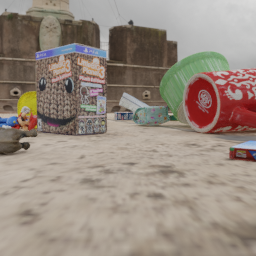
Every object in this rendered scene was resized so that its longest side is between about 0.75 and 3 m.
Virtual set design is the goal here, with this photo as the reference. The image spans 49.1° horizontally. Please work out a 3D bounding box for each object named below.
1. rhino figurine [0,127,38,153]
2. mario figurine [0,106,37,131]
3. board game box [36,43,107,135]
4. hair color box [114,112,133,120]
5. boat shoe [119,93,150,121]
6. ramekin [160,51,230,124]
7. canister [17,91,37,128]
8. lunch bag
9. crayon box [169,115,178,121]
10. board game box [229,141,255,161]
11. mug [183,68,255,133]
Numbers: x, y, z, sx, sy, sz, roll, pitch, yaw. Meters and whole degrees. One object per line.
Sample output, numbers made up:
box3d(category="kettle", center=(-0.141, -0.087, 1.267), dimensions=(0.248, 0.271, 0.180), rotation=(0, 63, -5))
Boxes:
box3d(category="rhino figurine", center=(-1.946, 0.167, 3.958), dimensions=(1.225, 0.366, 0.536), rotation=(-1, 3, 18))
box3d(category="mario figurine", center=(-3.101, -0.252, 7.732), dimensions=(1.242, 0.766, 0.658), rotation=(-4, -8, -4))
box3d(category="board game box", center=(-1.492, -0.935, 7.298), dimensions=(1.692, 2.122, 1.028), rotation=(2, 4, 41))
box3d(category="hair color box", center=(0.017, -0.718, 16.787), dimensions=(1.557, 0.471, 0.779), rotation=(-1, 4, -14))
box3d(category="boat shoe", center=(0.572, -0.825, 15.073), dimensions=(2.667, 1.137, 0.985), rotation=(32, 11, 20))
box3d(category="ramekin", center=(2.499, -1.245, 9.696), dimensions=(2.563, 1.252, 2.563), rotation=(-12, -33, -8))
box3d(category="canister", center=(-2.310, -0.608, 9.896), dimensions=(2.002, 1.166, 2.695), rotation=(0, 2, 6))
box3d(category="lunch bag", center=(0.842, -0.437, 10.626), dimensions=(1.022, 0.731, 1.200), rotation=(-4, -5, -22))
box3d(category="crayon box", center=(2.958, -0.568, 15.492), dimensions=(1.309, 0.337, 0.823), rotation=(0, 4, -3))
box3d(category="board game box", center=(2.138, 0.312, 3.215), dimensions=(1.657, 0.161, 0.853), rotation=(3, 6, 39))
box3d(category="mug", center=(3.194, -0.760, 7.306), dimensions=(2.821, 1.882, 2.504), rotation=(-5, 4, -22))
